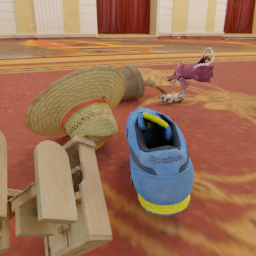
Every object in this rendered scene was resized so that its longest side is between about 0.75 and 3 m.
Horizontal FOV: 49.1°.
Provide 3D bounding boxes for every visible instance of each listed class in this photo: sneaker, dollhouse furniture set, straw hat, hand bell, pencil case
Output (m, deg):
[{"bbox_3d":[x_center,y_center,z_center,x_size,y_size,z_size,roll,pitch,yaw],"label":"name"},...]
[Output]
[{"bbox_3d":[0.458,0.067,4.772,0.981,1.167,2.977,-5,25,-1],"label":"sneaker"},{"bbox_3d":[-1.223,0.652,2.941,1.947,1.706,1.293,24,40,-46],"label":"dollhouse furniture set"},{"bbox_3d":[-0.818,-0.105,6.232,2.599,2.599,1.100,-17,66,-37],"label":"straw hat"},{"bbox_3d":[1.182,-1.568,10.912,1.019,0.531,0.531,38,30,6],"label":"hand bell"},{"bbox_3d":[1.572,-1.077,10.009,0.915,0.356,0.409,-9,-2,-21],"label":"pencil case"}]

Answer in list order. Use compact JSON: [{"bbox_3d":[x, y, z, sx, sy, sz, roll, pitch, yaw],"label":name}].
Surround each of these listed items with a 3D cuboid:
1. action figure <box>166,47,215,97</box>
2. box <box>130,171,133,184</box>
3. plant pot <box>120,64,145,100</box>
[{"bbox_3d":[1.913,-1.671,8.633,1.488,0.996,1.108,-15,-18,-3],"label":"action figure"},{"bbox_3d":[0.450,0.854,4.937,0.822,0.148,0.587,-2,0,-1],"label":"box"},{"bbox_3d":[-0.207,-1.534,10.132,1.125,1.297,1.297,-21,28,-22],"label":"plant pot"}]
